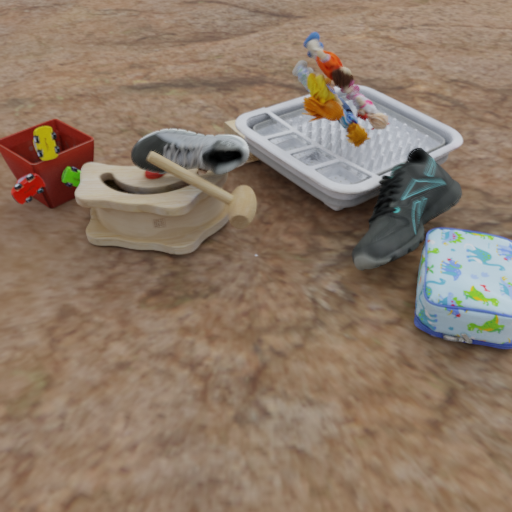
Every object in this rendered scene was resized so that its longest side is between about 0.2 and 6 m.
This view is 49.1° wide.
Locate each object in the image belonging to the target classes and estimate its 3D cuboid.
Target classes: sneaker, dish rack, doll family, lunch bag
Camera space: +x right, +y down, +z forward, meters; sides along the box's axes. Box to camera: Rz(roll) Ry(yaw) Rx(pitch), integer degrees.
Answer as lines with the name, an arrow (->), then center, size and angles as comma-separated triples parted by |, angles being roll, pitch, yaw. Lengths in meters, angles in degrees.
sneaker -> -1.045, -1.639, 8.924 | 1.946, 0.730, 1.124 | -5, 17, -6
dish rack -> 1.854, -2.237, 11.375 | 3.869, 0.842, 3.321 | -26, 49, -31
doll family -> 1.484, -2.755, 10.233 | 1.101, 2.444, 1.517 | -41, 54, 18
lunch bag -> 3.193, 0.443, 8.252 | 1.560, 0.800, 1.941 | 8, 39, 12
sneaker -> 2.315, -0.795, 9.262 | 1.094, 1.150, 2.903 | -21, 15, 50

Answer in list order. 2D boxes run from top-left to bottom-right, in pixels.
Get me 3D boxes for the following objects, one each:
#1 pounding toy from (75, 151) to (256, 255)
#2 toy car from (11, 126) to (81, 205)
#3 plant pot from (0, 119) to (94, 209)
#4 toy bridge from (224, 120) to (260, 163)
pounding toy -> -1.488, -1.322, 9.515 | 3.329, 1.910, 1.904 | 6, 39, 12
toy car -> -3.544, -1.486, 9.951 | 1.333, 1.416, 0.316 | 17, 9, -46
plant pot -> -3.885, -1.687, 10.623 | 1.305, 1.150, 1.304 | 30, 47, 30
toy bridge -> -0.296, -2.495, 12.134 | 3.727, 0.507, 1.253 | -19, 44, -24
